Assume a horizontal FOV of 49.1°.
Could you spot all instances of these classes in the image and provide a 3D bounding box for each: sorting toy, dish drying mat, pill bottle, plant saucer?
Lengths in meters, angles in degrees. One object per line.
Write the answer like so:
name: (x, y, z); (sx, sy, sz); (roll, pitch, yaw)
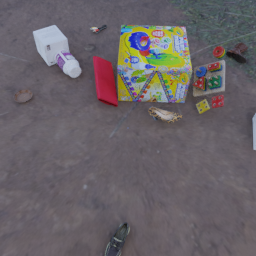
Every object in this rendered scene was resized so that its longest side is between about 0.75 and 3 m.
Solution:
sorting toy: (3.122, -1.919, 11.055); (1.288, 0.452, 2.672); (-7, 71, 41)
dish drying mat: (-0.993, -2.030, 11.994); (0.991, 0.235, 2.581); (19, 46, -35)
pill bottle: (-2.699, -2.896, 12.681); (0.781, 0.781, 1.391); (-28, 57, -20)
plant saucer: (-4.420, -1.324, 11.855); (0.765, 0.140, 0.765); (0, 52, 1)

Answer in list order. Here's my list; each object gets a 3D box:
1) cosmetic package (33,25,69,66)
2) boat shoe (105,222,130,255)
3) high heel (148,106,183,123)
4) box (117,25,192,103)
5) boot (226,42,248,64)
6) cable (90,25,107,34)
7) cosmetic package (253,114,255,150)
cosmetic package: (-3.586, -3.899, 13.218); (1.144, 1.143, 1.387); (-27, 57, -21)
boat shoe: (-0.324, 3.280, 8.078); (0.454, 0.402, 1.241); (17, 54, 13)
high heel: (1.402, -0.549, 10.559); (1.225, 0.873, 0.437); (0, 63, 23)
box: (1.036, -2.755, 11.928); (2.836, 1.796, 2.944); (2, 52, 0)
boot: (5.546, -3.672, 13.579); (1.204, 0.387, 1.122); (-33, 61, -28)
cable: (-1.494, -5.284, 14.882); (1.004, 0.253, 0.488); (-28, 57, -20)
cosmetic package: (5.064, 0.036, 10.354); (0.653, 0.829, 1.540); (11, 54, 7)
